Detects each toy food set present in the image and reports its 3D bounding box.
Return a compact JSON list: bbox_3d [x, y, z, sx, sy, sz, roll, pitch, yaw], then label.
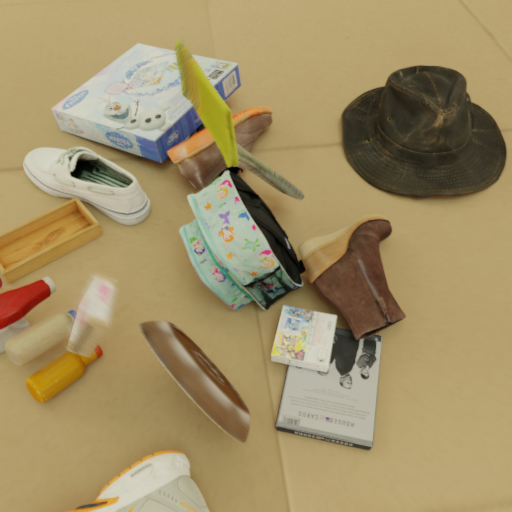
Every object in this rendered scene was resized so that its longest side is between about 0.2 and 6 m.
[{"bbox_3d":[-3.709,0.937,8.887,2.634,1.257,1.185,35,48,25],"label":"toy food set"}]

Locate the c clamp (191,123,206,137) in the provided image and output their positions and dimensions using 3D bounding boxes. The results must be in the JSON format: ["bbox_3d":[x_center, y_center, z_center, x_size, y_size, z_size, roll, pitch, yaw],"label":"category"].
[{"bbox_3d":[-1.956,-2.896,12.640,1.807,0.286,2.115,-10,48,0],"label":"c clamp"}]

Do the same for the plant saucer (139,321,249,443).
[{"bbox_3d":[-0.753,1.612,7.614,0.339,2.116,2.116,-41,59,-5],"label":"plant saucer"}]

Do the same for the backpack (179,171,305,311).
[{"bbox_3d":[-0.310,-0.259,9.279,1.617,2.148,1.907,-28,54,3],"label":"backpack"}]

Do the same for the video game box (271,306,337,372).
[{"bbox_3d":[0.766,1.305,8.902,0.897,0.231,0.985,12,50,7],"label":"video game box"}]

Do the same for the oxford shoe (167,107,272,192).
[{"bbox_3d":[-0.552,-2.289,11.843,1.104,1.129,3.096,-15,18,47],"label":"oxford shoe"}]

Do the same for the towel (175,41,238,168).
[{"bbox_3d":[-0.855,-2.527,9.168,0.224,1.068,2.482,-20,48,-10],"label":"towel"}]

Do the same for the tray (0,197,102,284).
[{"bbox_3d":[-3.961,-0.318,10.479,1.892,0.350,0.933,-31,57,-24],"label":"tray"}]

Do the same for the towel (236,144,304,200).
[{"bbox_3d":[0.084,-1.515,10.055,1.555,1.497,0.268,35,96,-14],"label":"towel"}]

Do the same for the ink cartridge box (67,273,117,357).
[{"bbox_3d":[-2.143,0.769,7.350,0.320,0.701,0.851,22,37,-21],"label":"ink cartridge box"}]

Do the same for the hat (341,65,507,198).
[{"bbox_3d":[3.682,-3.054,11.954,3.944,1.591,3.944,1,50,-1],"label":"hat"}]

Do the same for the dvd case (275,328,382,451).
[{"bbox_3d":[1.167,1.937,8.672,1.419,0.233,1.888,10,51,8],"label":"dvd case"}]

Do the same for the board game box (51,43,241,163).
[{"bbox_3d":[-2.434,-3.590,12.689,3.055,0.666,3.070,22,56,26],"label":"board game box"}]

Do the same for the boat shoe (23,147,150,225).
[{"bbox_3d":[-3.416,-1.703,11.164,3.103,1.036,1.141,22,54,17],"label":"boat shoe"}]

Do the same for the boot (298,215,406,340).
[{"bbox_3d":[1.963,0.335,9.733,2.304,0.833,1.916,-19,66,-35],"label":"boot"}]

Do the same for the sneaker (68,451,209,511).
[{"bbox_3d":[-1.920,3.737,6.617,3.191,1.208,1.468,-29,60,-21],"label":"sneaker"}]
